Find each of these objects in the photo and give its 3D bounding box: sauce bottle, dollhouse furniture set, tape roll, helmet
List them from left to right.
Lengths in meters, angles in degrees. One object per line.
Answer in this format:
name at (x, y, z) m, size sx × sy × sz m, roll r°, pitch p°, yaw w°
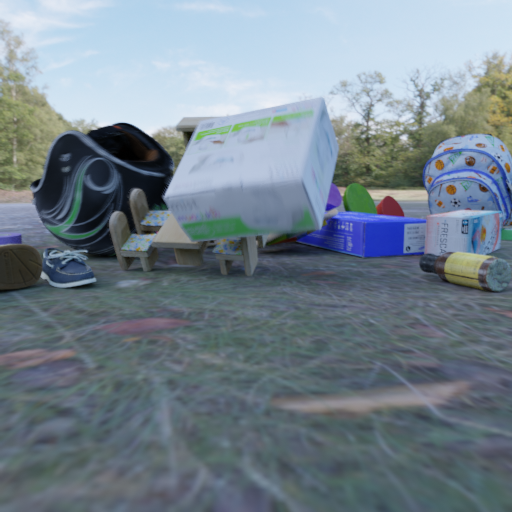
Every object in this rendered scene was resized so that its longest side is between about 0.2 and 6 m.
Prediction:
tape roll at (-5.301, -0.172, 11.161) m, size 1.183 × 0.503 × 1.183 m, roll 0°, pitch 8°, yaw 0°
helmet at (-3.155, -1.269, 11.514) m, size 2.715 × 2.588 × 2.715 m, roll 26°, pitch 27°, yaw -14°
dollhouse furniture set at (-1.017, -1.121, 9.867) m, size 2.355 × 1.785 × 2.687 m, roll 2°, pitch 35°, yaw 14°
sauce bottle at (3.047, 0.183, 8.367) m, size 0.504 × 0.504 × 1.556 m, roll -3°, pitch 9°, yaw -22°
tape roll at (7.242, -0.604, 15.330) m, size 1.175 × 0.282 × 1.175 m, roll -2°, pitch 5°, yaw 0°

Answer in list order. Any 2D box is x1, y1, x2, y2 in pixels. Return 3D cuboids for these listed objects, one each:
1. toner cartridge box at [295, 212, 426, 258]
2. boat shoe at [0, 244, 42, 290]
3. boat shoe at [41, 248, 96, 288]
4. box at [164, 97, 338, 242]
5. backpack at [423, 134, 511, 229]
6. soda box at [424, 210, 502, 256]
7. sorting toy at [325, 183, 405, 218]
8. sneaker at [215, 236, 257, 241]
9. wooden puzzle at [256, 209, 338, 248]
toner cartridge box at (2.295, -0.570, 13.170) m, size 1.707 × 0.776 × 3.594 m, roll -1°, pitch 8°, yaw -20°
boat shoe at (-3.990, 0.202, 7.386) m, size 0.748 × 0.827 × 2.320 m, roll -3°, pitch -4°, yaw 29°
boat shoe at (-2.890, 0.155, 8.556) m, size 0.606 × 0.500 × 1.618 m, roll -5°, pitch 8°, yaw -32°
box at (-0.015, -1.305, 8.519) m, size 2.170 × 1.049 × 1.914 m, roll -5°, pitch 47°, yaw 24°
backpack at (6.028, -1.983, 15.906) m, size 2.851 × 2.716 × 2.196 m, roll -9°, pitch 24°, yaw 37°
soda box at (4.504, -0.482, 12.025) m, size 0.962 × 0.894 × 2.813 m, roll 5°, pitch 10°, yaw 34°
sorting toy at (2.723, -1.173, 16.018) m, size 3.807 × 1.320 × 1.311 m, roll 10°, pitch -25°, yaw -42°
sneaker at (-0.436, -0.743, 13.637) m, size 3.053 × 1.636 × 1.019 m, roll -42°, pitch 23°, yaw -18°
wooden puzzle at (0.879, -0.548, 12.190) m, size 1.536 × 0.286 × 1.421 m, roll -17°, pitch -8°, yaw -44°
